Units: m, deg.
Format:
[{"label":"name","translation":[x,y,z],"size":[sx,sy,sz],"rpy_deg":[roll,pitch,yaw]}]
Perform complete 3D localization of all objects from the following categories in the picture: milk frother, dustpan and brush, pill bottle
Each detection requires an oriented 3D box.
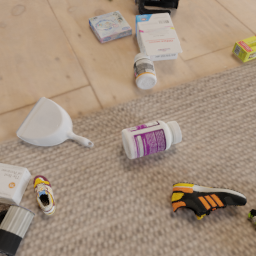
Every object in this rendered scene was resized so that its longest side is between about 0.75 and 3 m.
[{"label":"milk frother","translation":[-3.771,2.919,8.381],"size":[1.293,1.432,1.347],"rpy_deg":[11,56,12]},{"label":"dustpan and brush","translation":[-2.618,0.077,10.842],"size":[2.797,0.800,1.952],"rpy_deg":[19,66,20]},{"label":"pill bottle","translation":[0.722,-2.555,12.449],"size":[0.911,0.911,1.565],"rpy_deg":[-5,54,-3]},{"label":"milk frother","translation":[1.594,-7.365,14.763],"size":[2.417,2.570,2.319],"rpy_deg":[5,60,4]},{"label":"pill bottle","translation":[0.870,0.370,10.304],"size":[2.034,1.142,1.142],"rpy_deg":[-13,57,-9]}]

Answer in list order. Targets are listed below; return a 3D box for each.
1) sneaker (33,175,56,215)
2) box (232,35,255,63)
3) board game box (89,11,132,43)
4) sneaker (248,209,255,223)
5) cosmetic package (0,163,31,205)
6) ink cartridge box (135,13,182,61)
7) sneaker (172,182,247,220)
[{"label":"sneaker","translation":[-2.816,2.127,9.358],"size":[0.570,0.685,1.521],"rpy_deg":[-25,59,-16]},{"label":"box","translation":[6.400,-4.036,13.618],"size":[2.516,0.630,0.947],"rpy_deg":[-21,58,-14]},{"label":"board game box","translation":[-0.930,-5.315,14.652],"size":[1.745,0.379,1.737],"rpy_deg":[-21,58,-14]},{"label":"sneaker","translation":[4.694,2.536,9.118],"size":[1.741,0.624,0.721],"rpy_deg":[-25,59,-16]},{"label":"cosmetic package","translation":[-4.951,1.752,9.599],"size":[2.856,0.723,1.179],"rpy_deg":[9,57,6]},{"label":"ink cartridge box","translation":[1.411,-4.191,13.494],"size":[1.714,1.010,2.976],"rpy_deg":[-7,56,-4]},{"label":"sneaker","translation":[2.597,2.483,9.122],"size":[2.391,0.836,1.076],"rpy_deg":[8,67,8]}]
